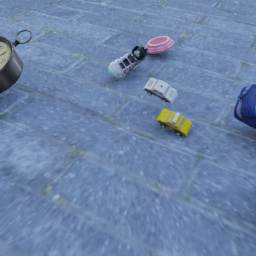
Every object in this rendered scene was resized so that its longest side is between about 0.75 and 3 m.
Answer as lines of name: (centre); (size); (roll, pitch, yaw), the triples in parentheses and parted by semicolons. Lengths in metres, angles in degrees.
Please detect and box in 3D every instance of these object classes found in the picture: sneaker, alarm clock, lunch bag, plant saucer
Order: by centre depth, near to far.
lunch bag: (3.572, -0.497, 7.340); (1.581, 1.046, 1.074); (27, 80, -10)
alarm clock: (-4.016, -2.065, 8.623); (1.909, 0.942, 2.830); (34, 74, 25)
sneaker: (0.115, -2.413, 9.644); (0.668, 1.202, 1.718); (50, 45, -6)
plant saucer: (1.225, -3.325, 11.093); (1.167, 0.296, 1.167); (-12, 36, 9)

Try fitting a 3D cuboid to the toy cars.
toy cars: (1.126, -0.672, 7.900); (0.911, 0.450, 2.032); (-17, 69, -8)
